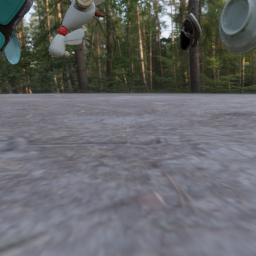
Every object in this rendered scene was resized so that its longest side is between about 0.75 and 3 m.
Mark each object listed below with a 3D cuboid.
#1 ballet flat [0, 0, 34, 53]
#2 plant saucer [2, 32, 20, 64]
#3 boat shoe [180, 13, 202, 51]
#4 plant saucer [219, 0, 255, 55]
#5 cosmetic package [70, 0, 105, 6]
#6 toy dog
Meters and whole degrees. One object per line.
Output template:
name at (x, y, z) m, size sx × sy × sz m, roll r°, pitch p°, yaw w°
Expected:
ballet flat at (-3.025, -2.470, 6.598) m, size 2.494 × 0.897 × 0.897 m, roll -41°, pitch -6°, yaw 20°
plant saucer at (-3.638, -2.470, 8.623) m, size 0.179 × 0.996 × 0.996 m, roll 1°, pitch 8°, yaw 6°
boat shoe at (1.939, -2.940, 8.918) m, size 0.548 × 0.643 × 1.922 m, roll -35°, pitch -11°, yaw 8°
plant saucer at (3.670, -3.625, 9.097) m, size 0.593 × 2.361 × 2.361 m, roll 1°, pitch 7°, yaw -24°
cosmetic package at (-1.154, -3.867, 7.180) m, size 0.814 × 1.325 × 1.321 m, roll -24°, pitch 15°, yaw 22°
toy dog at (-1.109, -2.297, 6.399) m, size 0.789 × 1.638 × 1.080 m, roll 27°, pitch 19°, yaw -17°
